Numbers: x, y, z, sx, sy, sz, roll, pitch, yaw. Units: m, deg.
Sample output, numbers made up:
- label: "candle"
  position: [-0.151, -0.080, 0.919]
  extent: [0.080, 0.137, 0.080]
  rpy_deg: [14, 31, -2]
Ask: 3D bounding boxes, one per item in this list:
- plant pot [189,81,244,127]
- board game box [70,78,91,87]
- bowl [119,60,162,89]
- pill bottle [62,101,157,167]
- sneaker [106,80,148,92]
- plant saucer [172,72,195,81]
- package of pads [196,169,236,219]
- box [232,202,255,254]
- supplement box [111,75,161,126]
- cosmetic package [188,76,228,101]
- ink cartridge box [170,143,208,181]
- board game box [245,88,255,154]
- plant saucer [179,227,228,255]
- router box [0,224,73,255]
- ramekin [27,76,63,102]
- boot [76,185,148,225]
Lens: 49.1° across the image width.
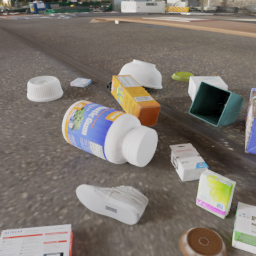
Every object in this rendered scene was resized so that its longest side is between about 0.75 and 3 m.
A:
- label: "plant pot"
  position: [3.674, -0.882, 11.088]
  extent: [1.906, 1.347, 1.346]
  rpy_deg: [3, 22, -45]
- label: "board game box"
  position: [-2.584, -2.504, 15.407]
  extent: [0.846, 0.184, 0.842]
  rpy_deg: [10, 30, 18]
- label: "bowl"
  position: [0.716, -2.843, 14.391]
  extent: [2.421, 1.088, 2.421]
  rpy_deg: [13, 15, -3]
- label: "pill bottle"
  position: [-0.575, 0.193, 8.980]
  extent: [2.873, 1.610, 1.610]
  rpy_deg: [18, 34, 31]
- label: "sneaker"
  position: [0.011, -2.172, 14.242]
  extent: [2.168, 0.766, 1.059]
  rpy_deg: [-4, 14, 10]
- label: "plant saucer"
  position: [3.248, -3.052, 16.393]
  extent: [1.360, 0.211, 1.360]
  rpy_deg: [-1, 28, 0]
- label: "package of pads"
  position: [2.150, 1.619, 6.956]
  extent: [0.807, 1.045, 0.356]
  rpy_deg: [24, 34, 36]
- label: "box"
  position: [2.974, 2.336, 6.506]
  extent: [0.948, 0.239, 1.313]
  rpy_deg: [12, 29, 20]
- label: "supplement box"
  position: [0.225, -1.210, 11.636]
  extent: [0.986, 0.953, 2.866]
  rpy_deg: [-6, 36, -22]
- label: "cosmetic package"
  position: [3.792, -1.844, 13.450]
  extent: [1.487, 0.914, 1.483]
  rpy_deg: [-1, 28, 1]
- label: "ink cartridge box"
  position: [1.823, 1.027, 8.657]
  extent: [0.775, 0.453, 1.335]
  rpy_deg: [-5, 29, -9]
- label: "board game box"
  position: [5.451, -0.193, 9.927]
  extent: [2.245, 1.364, 2.816]
  rpy_deg: [11, 30, 19]
- label: "plant saucer"
  position: [1.669, 2.547, 6.160]
  extent: [1.055, 0.193, 1.055]
  rpy_deg: [1, 29, 0]
- label: "router box"
  position: [-1.932, 2.676, 5.720]
  extent: [1.516, 0.370, 1.360]
  rpy_deg: [-3, 29, -5]
- label: "ramekin"
  position: [-4.109, -1.976, 13.784]
  extent: [1.735, 0.808, 1.735]
  rpy_deg: [1, 29, 0]
- label: "boot"
  position: [-0.384, 1.793, 7.205]
  extent: [1.786, 0.657, 0.854]
  rpy_deg: [21, 27, 19]
